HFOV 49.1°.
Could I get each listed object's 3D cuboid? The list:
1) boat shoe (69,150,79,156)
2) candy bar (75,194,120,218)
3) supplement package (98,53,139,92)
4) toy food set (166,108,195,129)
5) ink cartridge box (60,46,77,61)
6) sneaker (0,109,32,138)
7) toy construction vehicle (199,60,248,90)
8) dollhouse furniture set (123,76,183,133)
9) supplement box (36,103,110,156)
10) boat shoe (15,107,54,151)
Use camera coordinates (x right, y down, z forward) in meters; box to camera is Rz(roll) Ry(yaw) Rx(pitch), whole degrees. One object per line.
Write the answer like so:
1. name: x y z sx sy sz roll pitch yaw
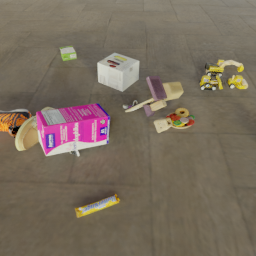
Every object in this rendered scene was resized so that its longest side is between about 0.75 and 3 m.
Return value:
1. boat shoe: -2.050 0.820 10.221 0.269 0.285 0.795 -26 44 -28
2. candy bar: -0.912 2.344 8.479 1.380 0.153 0.344 -16 42 -17
3. supplement package: -0.470 -2.815 13.948 1.521 1.118 1.454 25 46 25
4. toy food set: 2.174 -0.376 11.617 1.199 0.292 1.187 -18 40 -21
5. ink cartridge box: -3.531 -4.405 16.446 0.800 0.410 1.082 -13 40 -15
6. sneaker: -4.826 -0.105 10.899 2.182 0.846 1.223 -15 41 -17
7. toy construction vehicle: 4.750 -2.702 14.050 2.330 0.821 2.029 4 40 4
8. dollhouse furniture set: 1.246 -0.906 12.393 1.970 2.199 2.775 -23 -4 38
9. supplement box: -1.965 0.005 10.141 2.371 1.200 1.225 -10 33 -25
10. boat shoe: -3.315 -0.026 10.741 0.822 0.916 2.476 8 40 18
